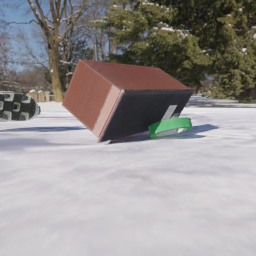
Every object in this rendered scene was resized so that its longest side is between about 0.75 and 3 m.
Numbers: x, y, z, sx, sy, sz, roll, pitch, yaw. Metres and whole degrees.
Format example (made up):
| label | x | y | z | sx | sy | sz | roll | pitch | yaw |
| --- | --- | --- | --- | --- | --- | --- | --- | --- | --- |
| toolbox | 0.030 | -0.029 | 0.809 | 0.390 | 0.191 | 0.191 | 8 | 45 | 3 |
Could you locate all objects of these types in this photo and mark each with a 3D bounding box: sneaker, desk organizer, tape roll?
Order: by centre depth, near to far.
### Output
| label | x | y | z | sx | sy | sz | roll | pitch | yaw |
| --- | --- | --- | --- | --- | --- | --- | --- | --- | --- |
| tape roll | 0.818 | -0.007 | 5.409 | 0.826 | 0.199 | 0.826 | -11 | -11 | -2 |
| desk organizer | 0.160 | -0.626 | 5.712 | 1.092 | 1.017 | 2.836 | 39 | 27 | 25 |
| sneaker | -3.190 | -0.502 | 6.650 | 2.218 | 0.822 | 0.982 | 11 | -4 | -4 |
